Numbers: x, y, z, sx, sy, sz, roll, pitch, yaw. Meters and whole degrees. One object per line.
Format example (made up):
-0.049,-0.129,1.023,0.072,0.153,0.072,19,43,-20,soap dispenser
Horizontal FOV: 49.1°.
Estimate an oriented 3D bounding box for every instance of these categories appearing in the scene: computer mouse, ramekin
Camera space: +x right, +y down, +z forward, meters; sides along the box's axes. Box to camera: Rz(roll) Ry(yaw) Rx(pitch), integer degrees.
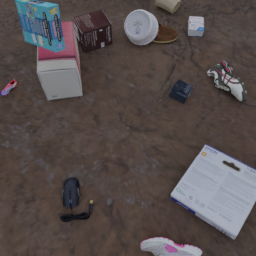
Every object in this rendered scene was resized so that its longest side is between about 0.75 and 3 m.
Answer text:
-1.806,2.477,9.959,1.142,0.374,1.627,-1,59,1,computer mouse
0.598,-4.961,13.708,1.643,0.863,1.643,1,94,20,ramekin

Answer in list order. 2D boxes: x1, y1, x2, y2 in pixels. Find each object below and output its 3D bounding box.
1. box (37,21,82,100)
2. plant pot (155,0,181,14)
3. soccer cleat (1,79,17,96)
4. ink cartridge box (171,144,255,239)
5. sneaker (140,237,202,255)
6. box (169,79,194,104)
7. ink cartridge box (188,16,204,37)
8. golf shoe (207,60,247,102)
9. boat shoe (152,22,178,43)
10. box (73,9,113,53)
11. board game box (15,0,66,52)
-2.993,-2.977,12.388,1.592,1.868,2.922,-8,59,-5,box
2.244,-6.884,15.312,1.061,1.159,1.159,42,67,10,plant pot
-5.375,-1.823,12.593,0.296,0.339,0.887,33,64,18,soccer cleat
3.197,2.127,9.892,2.450,0.540,2.495,30,64,26,ink cartridge box
1.315,4.022,8.774,1.958,0.796,0.864,11,57,7,sneaker
2.351,-1.615,12.378,0.781,0.484,0.768,30,63,17,box
3.549,-5.318,14.657,0.757,0.437,1.036,6,59,4,ink cartridge box
4.451,-1.943,12.501,1.010,0.885,2.293,-25,56,5,golf shoe
1.290,-4.948,14.187,2.525,0.853,0.909,11,59,7,boat shoe
-1.732,-4.789,13.840,1.552,1.287,1.274,-22,61,-13,box
-2.971,-3.506,9.496,1.901,1.435,0.446,26,44,34,board game box
